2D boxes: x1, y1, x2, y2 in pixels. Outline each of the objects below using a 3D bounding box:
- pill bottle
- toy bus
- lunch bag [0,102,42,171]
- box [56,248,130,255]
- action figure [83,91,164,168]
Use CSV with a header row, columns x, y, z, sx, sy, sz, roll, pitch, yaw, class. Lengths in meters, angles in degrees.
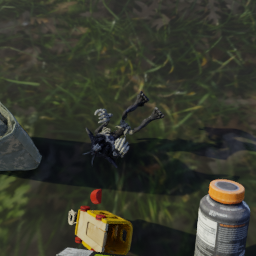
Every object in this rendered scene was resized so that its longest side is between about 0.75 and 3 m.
x,y,z,sx,sy,sz,roll,pitch,yaw,class
1.864,1.955,5.537,0.951,0.951,1.790,2,103,-1,pill bottle
-0.567,2.196,6.077,0.826,1.509,1.599,13,38,-31,toy bus
-3.333,0.221,6.826,2.258,1.852,1.327,9,59,7,lunch bag
-0.256,3.253,4.786,2.117,0.503,2.045,2,84,14,box
-0.287,0.070,7.020,2.285,1.166,1.358,-41,75,3,action figure
